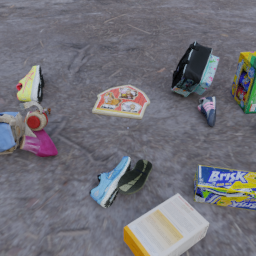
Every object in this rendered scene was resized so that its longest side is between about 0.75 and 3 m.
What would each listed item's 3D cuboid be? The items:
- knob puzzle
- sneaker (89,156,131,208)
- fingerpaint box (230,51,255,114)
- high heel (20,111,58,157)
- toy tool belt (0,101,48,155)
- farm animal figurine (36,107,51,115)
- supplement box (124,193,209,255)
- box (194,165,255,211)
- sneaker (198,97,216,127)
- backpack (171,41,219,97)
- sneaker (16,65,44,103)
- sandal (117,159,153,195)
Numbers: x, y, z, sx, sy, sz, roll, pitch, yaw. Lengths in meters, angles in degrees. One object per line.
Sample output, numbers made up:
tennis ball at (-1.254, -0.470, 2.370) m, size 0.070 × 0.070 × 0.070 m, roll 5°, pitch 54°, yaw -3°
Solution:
knob puzzle at (-0.215, -1.411, 12.959) m, size 2.787 × 0.386 × 2.787 m, roll 0°, pitch 39°, yaw 0°
sneaker at (-0.536, 1.541, 8.922) m, size 0.871 × 0.759 × 1.936 m, roll 22°, pitch 47°, yaw 18°
fingerpaint box at (5.359, -1.991, 12.282) m, size 0.780 × 2.126 × 1.774 m, roll -4°, pitch 40°, yaw -3°
high heel at (-3.418, 0.196, 10.867) m, size 1.280 × 0.899 × 2.669 m, roll 20°, pitch 16°, yaw -26°
toy tool belt at (-4.456, 0.126, 9.688) m, size 2.970 × 1.855 × 1.825 m, roll -10°, pitch 13°, yaw 7°
farm animal figurine at (-3.690, -0.618, 11.985) m, size 0.765 × 0.399 × 0.757 m, roll -18°, pitch 22°, yaw -41°
supplement box at (1.011, 2.793, 7.509) m, size 1.959 × 0.720 × 1.235 m, roll -23°, pitch 45°, yaw -26°
box at (3.351, 1.871, 8.565) m, size 2.567 × 0.825 × 0.899 m, roll 7°, pitch 40°, yaw 8°
sneaker at (3.360, -0.688, 11.953) m, size 0.770 × 0.658 × 1.877 m, roll 0°, pitch 36°, yaw 18°
backpack at (2.920, -2.477, 12.677) m, size 1.725 × 2.291 × 2.033 m, roll 26°, pitch 69°, yaw -6°
sneaker at (-4.712, -2.170, 13.405) m, size 1.194 × 1.034 × 2.645 m, roll -7°, pitch 40°, yaw -5°
sandal at (0.268, 1.581, 8.732) m, size 0.692 × 0.497 × 1.742 m, roll 31°, pitch 33°, yaw 17°
